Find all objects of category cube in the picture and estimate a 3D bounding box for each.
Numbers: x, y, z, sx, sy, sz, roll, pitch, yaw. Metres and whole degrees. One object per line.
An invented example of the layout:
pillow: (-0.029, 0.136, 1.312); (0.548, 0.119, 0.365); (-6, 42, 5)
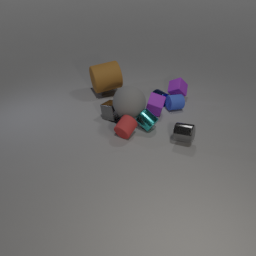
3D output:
cube: (-0.717, -0.794, 12.515); (0.700, 0.700, 0.700); (12, 31, 35)
cube: (1.229, -1.062, 12.660); (0.700, 0.700, 0.700); (19, 58, 2)
cube: (2.508, -2.003, 14.106); (0.700, 0.700, 0.700); (-11, 55, 42)

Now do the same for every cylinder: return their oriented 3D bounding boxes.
cylinder: (1.577, -1.470, 13.754); (0.700, 0.700, 0.700); (-18, 35, -28)
cylinder: (2.221, -1.220, 13.244); (0.700, 0.700, 0.700); (-7, 31, -17)
cylinder: (0.790, -0.333, 11.580); (0.700, 0.700, 0.700); (43, 43, 8)
cylinder: (-0.092, -0.045, 11.116); (0.700, 0.700, 0.700); (19, 59, 29)
cylinder: (-1.137, -2.623, 14.393); (1.400, 1.400, 1.400); (-16, 33, -13)
cylinder: (2.134, 0.172, 10.600); (0.700, 0.700, 0.700); (9, 31, 23)

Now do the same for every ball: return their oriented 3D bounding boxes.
ball: (0.058, -1.079, 11.691); (1.400, 1.400, 1.400); (0, 30, 0)
